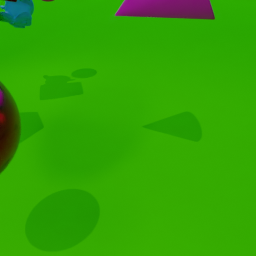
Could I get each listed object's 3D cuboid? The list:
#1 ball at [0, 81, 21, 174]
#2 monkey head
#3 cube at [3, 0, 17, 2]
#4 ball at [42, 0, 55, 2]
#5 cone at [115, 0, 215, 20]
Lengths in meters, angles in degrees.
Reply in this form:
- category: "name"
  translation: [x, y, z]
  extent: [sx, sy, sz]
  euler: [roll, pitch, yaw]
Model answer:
- category: "ball"
  translation: [-1.564, -0.003, 2.418]
  extent: [1.203, 1.203, 1.203]
  euler: [0, 32, 0]
- category: "monkey head"
  translation: [-3.090, -3.219, 7.564]
  extent: [1.430, 0.862, 1.029]
  euler: [-3, 5, 36]
- category: "cube"
  translation: [-2.873, -3.430, 5.857]
  extent: [1.001, 1.001, 1.001]
  euler: [-3, 54, -29]
- category: "ball"
  translation: [-2.244, -3.990, 7.680]
  extent: [0.965, 0.965, 0.965]
  euler: [0, 32, 0]
- category: "cone"
  translation: [0.404, -2.026, 4.259]
  extent: [1.401, 1.396, 1.396]
  euler: [-19, 25, 22]
